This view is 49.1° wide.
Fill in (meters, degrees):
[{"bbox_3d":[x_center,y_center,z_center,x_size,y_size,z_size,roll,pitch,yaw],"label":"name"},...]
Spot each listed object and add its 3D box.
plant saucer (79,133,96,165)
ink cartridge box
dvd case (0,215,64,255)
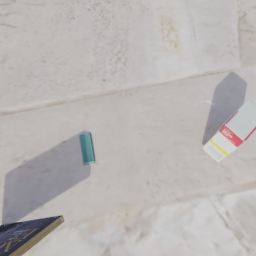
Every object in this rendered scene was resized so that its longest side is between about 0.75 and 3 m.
[{"bbox_3d":[-1.239,0.615,8.447,0.368,0.100,1.054,-10,59,-6],"label":"plant saucer"},{"bbox_3d":[2.897,0.137,7.789,0.673,1.614,1.171,43,65,13],"label":"ink cartridge box"},{"bbox_3d":[-2.878,2.515,5.518,2.071,2.785,0.222,-16,93,23],"label":"dvd case"}]
